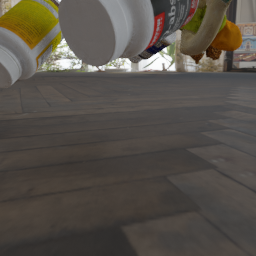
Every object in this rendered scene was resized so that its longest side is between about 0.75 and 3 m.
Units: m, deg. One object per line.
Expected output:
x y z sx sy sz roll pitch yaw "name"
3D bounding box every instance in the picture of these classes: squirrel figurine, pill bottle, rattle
2.809 -3.023 10.177 1.505 1.404 1.065 18 -24 -6 "squirrel figurine"
-2.729 -2.307 7.331 1.477 1.477 2.704 6 49 23 "pill bottle"
0.089 -1.896 4.469 1.309 1.309 2.260 11 39 38 "pill bottle"
2.533 -2.680 6.620 2.094 1.908 2.931 28 -20 -8 "rattle"
0.741 -3.146 10.189 1.082 1.082 1.869 -13 -6 -43 "pill bottle"
